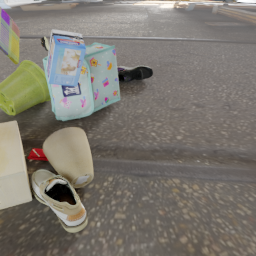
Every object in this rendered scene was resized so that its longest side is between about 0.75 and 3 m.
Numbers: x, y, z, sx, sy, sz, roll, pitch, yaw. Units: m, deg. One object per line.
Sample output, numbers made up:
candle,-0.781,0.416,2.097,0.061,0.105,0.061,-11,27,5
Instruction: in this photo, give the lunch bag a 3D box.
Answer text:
lunch bag,-1.879,-1.898,11.327,1.818,2.540,2.982,22,38,39

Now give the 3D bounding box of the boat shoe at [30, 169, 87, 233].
boat shoe,-1.815,1.617,7.215,0.870,0.796,2.329,-26,40,-36

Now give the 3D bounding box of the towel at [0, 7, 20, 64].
towel,-4.739,-3.597,10.815,0.262,1.651,2.299,-1,-9,2

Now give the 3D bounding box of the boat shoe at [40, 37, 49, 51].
boat shoe,-3.417,-3.429,11.525,0.260,0.304,0.830,-28,56,4

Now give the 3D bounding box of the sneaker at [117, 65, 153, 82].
sneaker,0.192,-2.670,14.503,2.183,0.827,0.956,1,41,15

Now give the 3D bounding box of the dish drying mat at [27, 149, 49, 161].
dish drying mat,-2.498,0.866,9.109,1.399,0.127,0.537,2,30,4

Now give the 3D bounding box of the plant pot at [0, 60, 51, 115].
plant pot,-4.450,-1.510,11.624,1.973,1.973,1.814,20,48,29

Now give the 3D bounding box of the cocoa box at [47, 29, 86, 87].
cocoa box,-1.711,-1.876,7.629,0.831,1.246,0.817,3,44,-24

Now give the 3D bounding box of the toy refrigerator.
toy refrigerator,-3.512,0.938,8.102,0.970,1.052,2.771,-12,34,-19

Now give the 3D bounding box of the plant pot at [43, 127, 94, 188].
plant pot,-1.576,0.946,8.023,1.345,1.345,1.436,-16,53,-24
